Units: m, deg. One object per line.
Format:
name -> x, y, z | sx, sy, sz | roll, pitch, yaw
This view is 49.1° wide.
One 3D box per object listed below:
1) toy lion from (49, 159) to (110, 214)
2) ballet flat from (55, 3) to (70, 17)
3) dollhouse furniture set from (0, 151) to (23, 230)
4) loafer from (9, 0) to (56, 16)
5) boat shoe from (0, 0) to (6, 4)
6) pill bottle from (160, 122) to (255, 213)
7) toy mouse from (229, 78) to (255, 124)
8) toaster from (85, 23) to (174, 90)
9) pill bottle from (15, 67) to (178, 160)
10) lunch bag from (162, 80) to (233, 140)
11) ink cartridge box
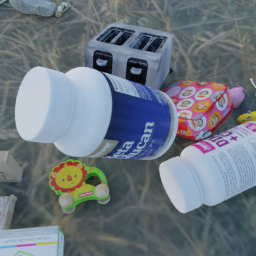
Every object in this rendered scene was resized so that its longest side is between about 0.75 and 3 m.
toy lion -> -1.111, 1.203, 6.248 | 1.240, 0.426, 1.189 | -12, 51, -8
ballet flat -> -2.268, -4.165, 9.700 | 0.289, 0.289, 0.819 | 20, 59, 12
dollhouse furniture set -> -3.001, 1.725, 5.489 | 1.214, 1.037, 2.342 | -1, 58, -1
loafer -> -3.254, -4.232, 9.610 | 1.606, 0.562, 0.561 | 16, 52, 3
boat shoe -> -4.475, -5.065, 10.102 | 0.609, 0.549, 1.694 | 27, 61, 16
pill bottle -> 1.919, 0.822, 5.896 | 2.286, 1.296, 1.296 | -21, 60, -13
toy mouse -> 3.336, -0.797, 7.476 | 2.003, 0.388, 1.780 | 15, 59, 9
toaster -> 0.123, -1.761, 7.352 | 1.909, 1.253, 2.111 | 17, 42, 13
pill bottle -> -0.411, -0.185, 4.458 | 2.406, 1.336, 1.336 | 9, 46, -44
lunch bag -> 1.324, -0.410, 6.595 | 1.622, 0.755, 1.842 | -42, 33, -24
ink cartridge box -> -1.782, 2.936, 4.947 | 1.126, 0.643, 2.170 | -4, 58, -2
